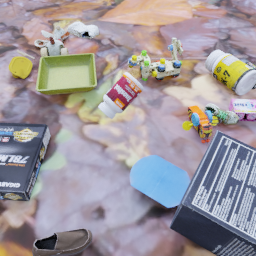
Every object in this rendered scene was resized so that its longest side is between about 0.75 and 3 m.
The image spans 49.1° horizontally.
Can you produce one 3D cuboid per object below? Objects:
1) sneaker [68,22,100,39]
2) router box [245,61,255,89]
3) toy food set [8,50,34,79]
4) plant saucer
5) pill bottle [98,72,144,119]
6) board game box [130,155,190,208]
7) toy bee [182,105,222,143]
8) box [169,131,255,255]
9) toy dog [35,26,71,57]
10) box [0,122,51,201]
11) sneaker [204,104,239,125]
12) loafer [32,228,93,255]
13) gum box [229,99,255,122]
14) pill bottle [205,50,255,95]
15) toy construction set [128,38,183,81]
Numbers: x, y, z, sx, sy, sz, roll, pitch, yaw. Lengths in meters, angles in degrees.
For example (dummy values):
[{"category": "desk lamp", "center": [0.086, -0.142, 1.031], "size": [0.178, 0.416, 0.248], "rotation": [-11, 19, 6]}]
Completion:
[{"category": "sneaker", "center": [-1.686, -3.512, 10.139], "size": [1.283, 0.478, 0.559], "rotation": [13, 45, 24]}, {"category": "router box", "center": [5.092, -2.204, 11.626], "size": [0.916, 0.380, 1.223], "rotation": [-25, 53, -21]}, {"category": "toy food set", "center": [-4.575, -2.582, 11.979], "size": [0.875, 0.486, 1.487], "rotation": [18, 47, -16]}, {"category": "plant saucer", "center": [-2.449, -2.131, 11.447], "size": [2.292, 0.549, 2.295], "rotation": [-5, 47, -5]}, {"category": "pill bottle", "center": [-0.256, -1.024, 9.166], "size": [1.467, 0.829, 0.829], "rotation": [-48, 57, 4]}, {"category": "board game box", "center": [0.929, 1.584, 8.230], "size": [1.780, 0.346, 1.406], "rotation": [28, 49, 17]}, {"category": "toy bee", "center": [2.443, -0.044, 9.425], "size": [1.218, 1.011, 1.861], "rotation": [-1, 23, 12]}, {"category": "box", "center": [2.794, 1.840, 7.021], "size": [2.555, 1.587, 2.576], "rotation": [28, 52, 15]}, {"category": "toy dog", "center": [-3.318, -3.994, 12.682], "size": [1.683, 1.229, 2.553], "rotation": [-19, 50, -17]}, {"category": "box", "center": [-3.952, 0.927, 8.632], "size": [2.544, 0.632, 2.525], "rotation": [3, 47, 3]}, {"category": "sneaker", "center": [3.220, -0.466, 9.842], "size": [1.308, 0.503, 0.579], "rotation": [27, 14, 30]}, {"category": "loafer", "center": [-1.625, 2.846, 6.915], "size": [1.516, 0.538, 0.554], "rotation": [-14, 49, -13]}, {"category": "gum box", "center": [4.412, -0.637, 10.158], "size": [1.302, 0.431, 0.739], "rotation": [2, 47, 2]}, {"category": "pill bottle", "center": [4.083, -2.261, 11.194], "size": [1.101, 1.101, 1.927], "rotation": [-25, 53, -21]}, {"category": "toy construction set", "center": [1.337, -2.789, 11.768], "size": [2.449, 1.128, 1.606], "rotation": [-26, 51, -8]}]
